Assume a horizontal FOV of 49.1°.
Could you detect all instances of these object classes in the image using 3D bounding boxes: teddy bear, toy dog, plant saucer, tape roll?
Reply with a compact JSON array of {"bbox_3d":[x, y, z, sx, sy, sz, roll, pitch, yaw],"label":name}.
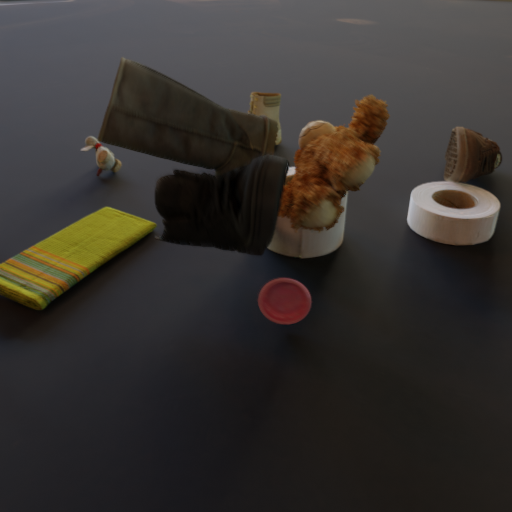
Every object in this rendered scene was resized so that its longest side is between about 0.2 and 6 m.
[{"bbox_3d":[1.148,-1.545,9.192,1.105,2.400,3.310,33,40,-7],"label":"teddy bear"},{"bbox_3d":[-3.950,-2.433,14.003,0.638,0.874,1.325,-47,37,0],"label":"toy dog"},{"bbox_3d":[0.441,0.677,8.646,0.803,0.803,0.204,3,26,4],"label":"plant saucer"},{"bbox_3d":[4.023,-0.897,11.468,1.753,0.613,1.753,0,31,0],"label":"tape roll"},{"bbox_3d":[0.900,-0.888,10.924,1.702,1.168,1.702,0,31,0],"label":"tape roll"}]

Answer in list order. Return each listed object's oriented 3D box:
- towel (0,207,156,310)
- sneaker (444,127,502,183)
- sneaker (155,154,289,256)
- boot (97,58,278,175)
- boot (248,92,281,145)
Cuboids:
[{"bbox_3d":[-3.353,-0.049,10.481,1.375,0.288,3.194,20,36,21],"label":"towel"},{"bbox_3d":[5.145,-2.405,13.075,1.261,1.176,3.339,13,25,13],"label":"sneaker"},{"bbox_3d":[-0.680,-0.701,8.306,1.909,1.099,3.660,14,-11,-1],"label":"sneaker"},{"bbox_3d":[-1.238,-1.735,9.829,3.010,2.737,1.092,13,-11,-28],"label":"boot"},{"bbox_3d":[-0.198,-3.663,15.153,1.883,1.464,0.685,-9,33,-14],"label":"boot"}]
